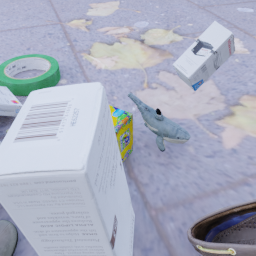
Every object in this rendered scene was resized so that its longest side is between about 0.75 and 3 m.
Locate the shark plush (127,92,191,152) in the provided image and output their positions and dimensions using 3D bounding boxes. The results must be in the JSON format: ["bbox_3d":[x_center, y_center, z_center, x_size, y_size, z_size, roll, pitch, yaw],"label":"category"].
[{"bbox_3d":[0.685,-0.262,6.104,0.725,0.665,1.596,-33,79,-16],"label":"shark plush"}]

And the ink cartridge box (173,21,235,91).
[{"bbox_3d":[1.667,-1.519,6.094,1.243,0.902,0.520,-45,66,8],"label":"ink cartridge box"}]

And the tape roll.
[{"bbox_3d":[-3.069,-1.689,8.705,1.865,0.448,1.865,0,41,0],"label":"tape roll"}]

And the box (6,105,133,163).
[{"bbox_3d":[-1.111,0.291,5.895,1.838,1.121,1.770,22,46,24],"label":"box"}]

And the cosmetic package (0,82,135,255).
[{"bbox_3d":[-0.555,0.958,3.600,1.007,2.721,1.383,-5,41,9],"label":"cosmetic package"}]

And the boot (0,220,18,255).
[{"bbox_3d":[-2.176,1.953,3.795,0.597,1.153,1.765,32,53,4],"label":"boot"}]

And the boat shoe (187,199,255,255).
[{"bbox_3d":[2.093,1.297,3.708,2.753,0.819,0.989,-31,27,35],"label":"boat shoe"}]

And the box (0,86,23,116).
[{"bbox_3d":[-3.654,-0.745,6.953,1.644,0.338,1.282,0,29,-46],"label":"box"}]
